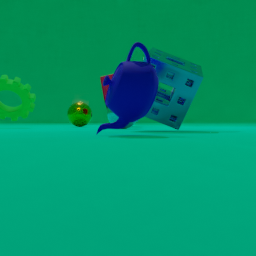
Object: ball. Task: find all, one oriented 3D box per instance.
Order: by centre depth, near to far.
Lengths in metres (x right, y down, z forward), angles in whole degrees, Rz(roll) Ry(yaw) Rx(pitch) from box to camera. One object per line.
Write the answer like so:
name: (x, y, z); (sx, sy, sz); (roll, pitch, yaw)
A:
ball: (-0.119, -0.359, 6.643); (0.759, 0.759, 0.759); (0, 1, 0)
ball: (-1.760, -0.495, 10.227); (0.907, 0.907, 0.907); (0, 1, 0)

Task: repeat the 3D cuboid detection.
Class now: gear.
gear: (-3.327, -0.818, 7.875); (1.365, 1.365, 0.252); (0, 39, -6)

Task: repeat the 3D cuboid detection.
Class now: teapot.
teapot: (-0.022, -0.392, 3.062); (0.540, 1.102, 0.685); (19, 4, -16)

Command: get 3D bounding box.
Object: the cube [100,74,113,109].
cube: (-0.257, -1.111, 9.400); (1.062, 1.062, 1.062); (-13, -34, 0)

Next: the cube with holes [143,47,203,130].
cube with holes: (0.626, -0.702, 4.752); (0.929, 0.929, 0.929); (22, 25, 3)
